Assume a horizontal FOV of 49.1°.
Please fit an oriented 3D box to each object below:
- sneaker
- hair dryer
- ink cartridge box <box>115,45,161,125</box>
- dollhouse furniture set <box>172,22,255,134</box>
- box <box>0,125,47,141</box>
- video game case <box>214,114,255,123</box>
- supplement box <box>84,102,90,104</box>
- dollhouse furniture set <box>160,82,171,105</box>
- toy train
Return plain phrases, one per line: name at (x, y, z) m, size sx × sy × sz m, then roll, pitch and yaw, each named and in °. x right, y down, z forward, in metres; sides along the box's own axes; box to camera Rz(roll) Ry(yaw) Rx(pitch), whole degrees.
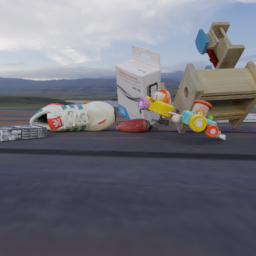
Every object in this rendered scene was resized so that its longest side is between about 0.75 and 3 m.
sneaker at (-1.510, -0.199, 7.474) m, size 2.375 × 0.836 × 1.110 m, roll 3°, pitch 21°, yaw 21°
hair dryer at (0.352, -0.003, 7.668) m, size 1.373 × 0.373 × 1.046 m, roll 2°, pitch -13°, yaw -19°
ink cartridge box at (0.293, -1.227, 8.324) m, size 0.730 × 2.153 × 1.249 m, roll -27°, pitch 40°, yaw -31°
dollhouse furniture set at (1.973, -1.305, 7.233) m, size 1.670 × 2.370 × 1.661 m, roll -4°, pitch -35°, yaw -11°
box at (-2.467, 0.096, 6.301) m, size 1.018 × 0.253 × 0.803 m, roll -4°, pitch 7°, yaw -39°
video game case at (4.373, -0.473, 12.102) m, size 2.482 × 0.301 × 2.727 m, roll -1°, pitch 6°, yaw -10°
supplement box at (-2.347, -1.222, 17.435) m, size 0.525 × 0.791 × 0.780 m, roll -4°, pitch 7°, yaw -39°
dollhouse furniture set at (1.410, -1.764, 16.118) m, size 2.600 × 2.279 × 1.727 m, roll -34°, pitch 20°, yaw -27°
toy train at (1.078, -0.410, 5.899) m, size 2.091 × 0.582 × 1.571 m, roll 24°, pitch 9°, yaw 28°
